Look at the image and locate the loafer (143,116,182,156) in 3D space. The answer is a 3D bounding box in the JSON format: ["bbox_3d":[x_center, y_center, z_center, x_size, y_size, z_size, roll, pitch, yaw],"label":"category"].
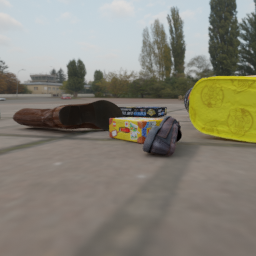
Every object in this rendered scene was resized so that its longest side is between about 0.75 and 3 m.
[{"bbox_3d":[0.634,0.157,4.385,0.444,0.507,1.409,23,18,16],"label":"loafer"}]

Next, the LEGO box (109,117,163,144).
[{"bbox_3d":[0.235,0.016,5.548,0.780,0.404,1.048,-4,7,-37],"label":"LEGO box"}]

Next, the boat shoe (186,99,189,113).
[{"bbox_3d":[2.762,-0.551,8.988,2.797,1.024,0.907,4,-6,-37],"label":"boat shoe"}]

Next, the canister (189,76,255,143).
[{"bbox_3d":[2.806,-0.565,6.045,1.973,1.150,2.657,10,16,38],"label":"canister"}]

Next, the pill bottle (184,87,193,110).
[{"bbox_3d":[3.439,-1.138,11.801,1.438,1.438,2.707,-1,6,-7],"label":"pill bottle"}]

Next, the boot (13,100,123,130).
[{"bbox_3d":[-1.610,-0.285,7.498,2.325,0.747,2.167,-3,-5,44],"label":"boot"}]

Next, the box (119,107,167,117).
[{"bbox_3d":[0.711,-0.780,13.220,1.924,0.478,1.910,3,7,20],"label":"box"}]
